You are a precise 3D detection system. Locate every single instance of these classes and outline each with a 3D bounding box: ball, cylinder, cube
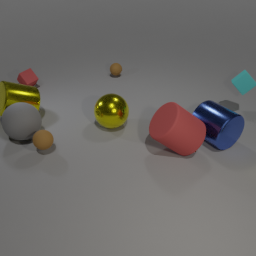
[{"bbox_3d":[-3.925,-0.245,10.358,1.400,1.400,1.400,0,32,0],"label":"ball"},{"bbox_3d":[-0.656,-0.673,11.158,1.400,1.400,1.400,0,32,0],"label":"ball"},{"bbox_3d":[1.676,0.039,9.559,1.400,1.400,1.400,30,21,-27],"label":"cylinder"},{"bbox_3d":[4.822,-1.900,11.658,0.700,0.700,0.700,48,25,-3],"label":"cube"},{"bbox_3d":[-0.680,-3.316,15.797,0.700,0.700,0.700,0,32,0],"label":"ball"},{"bbox_3d":[-2.941,0.410,9.708,0.700,0.700,0.700,0,32,0],"label":"ball"},{"bbox_3d":[3.252,-0.126,10.295,1.400,1.400,1.400,-19,37,-28],"label":"cylinder"},{"bbox_3d":[-4.540,-1.115,11.456,1.400,1.400,1.400,6,21,-44],"label":"cylinder"},{"bbox_3d":[-5.150,-2.509,14.378,0.700,0.700,0.700,-40,6,-35],"label":"cube"}]
